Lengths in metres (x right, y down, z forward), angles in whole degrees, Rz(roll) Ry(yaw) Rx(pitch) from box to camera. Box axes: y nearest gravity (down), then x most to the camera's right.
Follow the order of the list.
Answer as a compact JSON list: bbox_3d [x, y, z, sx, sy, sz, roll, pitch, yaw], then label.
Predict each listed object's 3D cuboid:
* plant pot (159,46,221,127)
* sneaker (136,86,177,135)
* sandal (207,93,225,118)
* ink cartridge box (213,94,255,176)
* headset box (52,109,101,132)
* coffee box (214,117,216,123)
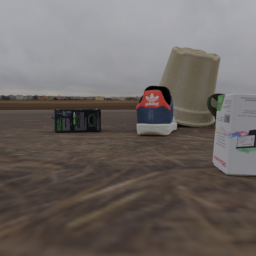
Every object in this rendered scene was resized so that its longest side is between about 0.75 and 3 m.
[{"bbox_3d":[2.067,-1.540,9.658,2.439,2.232,2.439,9,22,-3],"label":"plant pot"},{"bbox_3d":[0.820,-0.516,7.613,1.074,1.211,2.865,0,4,6],"label":"sneaker"},{"bbox_3d":[2.991,-0.515,8.608,1.969,0.782,0.562,13,-8,-40],"label":"sandal"},{"bbox_3d":[1.172,0.053,3.001,0.340,0.810,0.587,3,5,2],"label":"ink cartridge box"},{"bbox_3d":[-1.451,-0.227,7.771,1.308,0.607,1.139,-1,5,-11],"label":"headset box"},{"bbox_3d":[3.730,-0.409,10.746,0.836,0.299,1.360,-18,4,0],"label":"coffee box"}]
